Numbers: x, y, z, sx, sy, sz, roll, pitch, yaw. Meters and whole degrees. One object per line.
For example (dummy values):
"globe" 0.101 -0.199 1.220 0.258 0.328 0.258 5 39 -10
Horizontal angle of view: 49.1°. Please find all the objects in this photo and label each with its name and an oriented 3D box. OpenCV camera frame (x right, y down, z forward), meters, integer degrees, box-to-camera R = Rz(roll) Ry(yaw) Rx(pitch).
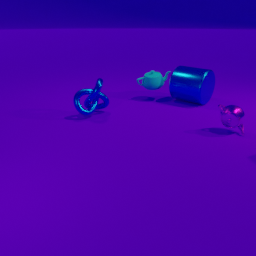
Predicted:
"teapot" 3.048 -0.265 8.191 1.144 0.711 0.560 47 41 2
"teapot" 1.056 -1.986 11.373 1.447 0.708 0.900 -12 32 -9
"knot shape" -1.152 -1.096 9.520 0.633 1.282 1.370 38 23 27
"cylinder" 2.532 -1.703 11.042 1.349 1.349 1.349 18 28 35
